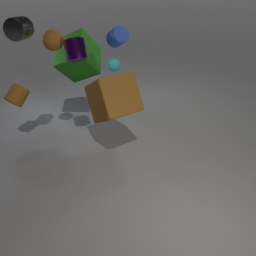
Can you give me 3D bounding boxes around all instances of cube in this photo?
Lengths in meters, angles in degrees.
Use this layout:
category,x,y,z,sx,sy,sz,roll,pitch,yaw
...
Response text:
category,x,y,z,sx,sy,sz,roll,pitch,yaw
cube,-0.513,-1.057,9.872,1.400,1.400,1.400,-18,5,-28
cube,-2.065,-2.959,11.611,1.400,1.400,1.400,-13,65,24

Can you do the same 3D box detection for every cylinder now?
category,x,y,z,sx,sy,sz,roll,pitch,yaw
cylinder,-4.169,-1.235,10.523,0.700,0.700,0.700,20,79,32
cylinder,-1.741,-2.593,9.302,0.700,0.700,0.700,-10,8,1
cylinder,-3.415,-3.110,8.775,0.700,0.700,0.700,4,26,7
cylinder,-0.407,-3.593,11.025,0.700,0.700,0.700,-18,7,-29

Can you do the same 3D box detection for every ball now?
category,x,y,z,sx,sy,sz,roll,pitch,yaw
ball,-2.527,-2.959,9.460,0.700,0.700,0.700,0,30,0
ball,-0.764,-3.446,15.392,0.700,0.700,0.700,0,30,0
